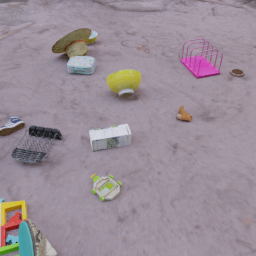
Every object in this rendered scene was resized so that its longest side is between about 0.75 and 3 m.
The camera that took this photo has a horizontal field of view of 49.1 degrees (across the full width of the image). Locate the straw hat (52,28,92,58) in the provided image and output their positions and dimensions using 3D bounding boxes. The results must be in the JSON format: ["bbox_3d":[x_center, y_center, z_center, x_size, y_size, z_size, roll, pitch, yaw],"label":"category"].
[{"bbox_3d":[-2.870,-4.369,15.549,2.483,2.483,1.051,-27,87,-27],"label":"straw hat"}]

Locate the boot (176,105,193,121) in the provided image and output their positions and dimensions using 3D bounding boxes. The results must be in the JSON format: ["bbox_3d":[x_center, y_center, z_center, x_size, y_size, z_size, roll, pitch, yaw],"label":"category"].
[{"bbox_3d":[2.465,-0.620,12.015,0.640,0.316,0.824,14,44,15],"label":"boot"}]

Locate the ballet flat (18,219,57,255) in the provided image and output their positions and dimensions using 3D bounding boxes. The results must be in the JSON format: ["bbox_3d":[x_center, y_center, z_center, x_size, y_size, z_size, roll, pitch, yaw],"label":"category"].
[{"bbox_3d":[-2.200,3.571,6.972,0.971,0.875,2.580,16,41,-37],"label":"ballet flat"}]

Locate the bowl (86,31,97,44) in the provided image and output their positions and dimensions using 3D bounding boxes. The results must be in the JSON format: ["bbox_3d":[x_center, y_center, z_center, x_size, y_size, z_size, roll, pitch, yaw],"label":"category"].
[{"bbox_3d":[-2.378,-5.520,17.288,1.030,0.554,1.030,0,45,0],"label":"bowl"}]

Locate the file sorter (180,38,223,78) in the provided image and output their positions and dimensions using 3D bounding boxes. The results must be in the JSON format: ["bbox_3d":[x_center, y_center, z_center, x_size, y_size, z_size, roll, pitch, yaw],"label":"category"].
[{"bbox_3d":[3.875,-3.751,14.808,1.384,1.249,1.992,-13,43,-13],"label":"file sorter"}]

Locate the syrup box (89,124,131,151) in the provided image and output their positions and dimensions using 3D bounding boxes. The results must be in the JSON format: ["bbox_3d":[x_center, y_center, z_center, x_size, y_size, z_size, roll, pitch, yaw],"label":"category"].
[{"bbox_3d":[-0.667,0.363,10.701,1.521,0.599,0.619,-10,43,-11],"label":"syrup box"}]

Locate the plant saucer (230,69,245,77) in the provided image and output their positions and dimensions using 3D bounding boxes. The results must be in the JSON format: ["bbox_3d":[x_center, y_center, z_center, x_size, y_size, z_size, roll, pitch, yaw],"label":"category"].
[{"bbox_3d":[5.746,-2.913,14.726,0.758,0.122,0.758,-1,41,1],"label":"plant saucer"}]

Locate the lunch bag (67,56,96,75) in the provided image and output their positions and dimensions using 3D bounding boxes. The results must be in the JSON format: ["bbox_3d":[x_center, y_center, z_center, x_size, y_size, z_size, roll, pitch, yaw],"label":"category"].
[{"bbox_3d":[-2.487,-3.307,14.835,1.437,0.554,1.153,4,45,4],"label":"lunch bag"}]

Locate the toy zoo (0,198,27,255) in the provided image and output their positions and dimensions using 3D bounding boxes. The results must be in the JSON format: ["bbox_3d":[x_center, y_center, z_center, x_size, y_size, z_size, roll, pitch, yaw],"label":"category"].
[{"bbox_3d":[-3.652,2.955,8.087,1.451,0.226,2.212,-12,44,-13],"label":"toy zoo"}]

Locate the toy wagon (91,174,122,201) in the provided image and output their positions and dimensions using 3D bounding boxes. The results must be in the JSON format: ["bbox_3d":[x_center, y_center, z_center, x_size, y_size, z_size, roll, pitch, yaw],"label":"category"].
[{"bbox_3d":[-0.789,1.910,9.268,1.119,0.221,0.868,32,50,31],"label":"toy wagon"}]

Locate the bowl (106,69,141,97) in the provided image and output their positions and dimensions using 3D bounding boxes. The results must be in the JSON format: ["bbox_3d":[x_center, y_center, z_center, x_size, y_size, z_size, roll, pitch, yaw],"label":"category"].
[{"bbox_3d":[-0.131,-1.920,12.777,1.626,1.626,0.875,-7,76,-8],"label":"bowl"}]

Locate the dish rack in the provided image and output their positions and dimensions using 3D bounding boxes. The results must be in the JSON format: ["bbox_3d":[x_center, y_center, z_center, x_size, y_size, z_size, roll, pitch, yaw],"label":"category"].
[{"bbox_3d":[-3.416,0.645,10.511,1.397,0.497,1.822,7,44,10],"label":"dish rack"}]

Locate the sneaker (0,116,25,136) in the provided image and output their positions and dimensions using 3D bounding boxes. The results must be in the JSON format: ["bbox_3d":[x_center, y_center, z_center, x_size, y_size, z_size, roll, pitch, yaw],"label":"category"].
[{"bbox_3d":[-4.852,-0.097,11.350,1.163,0.407,0.631,-26,53,-35],"label":"sneaker"}]
